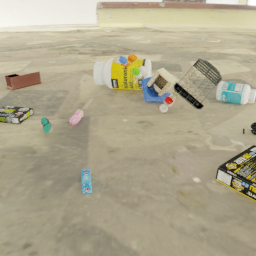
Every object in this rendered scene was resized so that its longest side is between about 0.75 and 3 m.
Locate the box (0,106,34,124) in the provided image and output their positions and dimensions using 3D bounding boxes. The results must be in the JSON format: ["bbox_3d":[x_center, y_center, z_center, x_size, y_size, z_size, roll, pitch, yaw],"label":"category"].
[{"bbox_3d":[-4.747,-0.557,11.458,1.335,0.296,1.070,6,27,13],"label":"box"}]

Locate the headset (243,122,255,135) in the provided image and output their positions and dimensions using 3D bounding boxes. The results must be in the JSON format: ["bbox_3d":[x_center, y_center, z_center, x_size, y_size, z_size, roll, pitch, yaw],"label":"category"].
[{"bbox_3d":[4.557,0.065,10.064,0.805,0.497,0.378,-2,42,30],"label":"headset"}]

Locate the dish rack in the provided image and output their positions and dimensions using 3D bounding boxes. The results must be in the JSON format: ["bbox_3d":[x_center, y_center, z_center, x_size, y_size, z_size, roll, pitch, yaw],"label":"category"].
[{"bbox_3d":[2.905,-1.850,11.419,1.470,1.916,0.523,41,-3,-1],"label":"dish rack"}]

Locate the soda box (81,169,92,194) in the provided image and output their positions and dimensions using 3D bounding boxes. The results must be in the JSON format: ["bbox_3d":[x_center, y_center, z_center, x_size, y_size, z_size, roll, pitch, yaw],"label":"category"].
[{"bbox_3d":[-1.109,1.408,7.469,0.249,0.263,0.777,-4,26,-9],"label":"soda box"}]

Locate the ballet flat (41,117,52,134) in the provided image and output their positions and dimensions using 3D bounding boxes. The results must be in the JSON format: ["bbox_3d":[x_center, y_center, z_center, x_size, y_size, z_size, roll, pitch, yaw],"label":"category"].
[{"bbox_3d":[-2.943,-0.044,10.322,0.368,0.368,0.991,-10,39,-20],"label":"ballet flat"}]

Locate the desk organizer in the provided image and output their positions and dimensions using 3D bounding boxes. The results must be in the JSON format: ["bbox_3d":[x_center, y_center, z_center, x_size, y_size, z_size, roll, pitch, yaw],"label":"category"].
[{"bbox_3d":[-5.689,-2.635,15.275,0.638,0.685,1.780,22,33,37],"label":"desk organizer"}]

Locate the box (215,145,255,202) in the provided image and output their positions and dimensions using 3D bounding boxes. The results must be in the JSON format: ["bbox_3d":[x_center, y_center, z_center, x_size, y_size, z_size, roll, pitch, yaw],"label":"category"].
[{"bbox_3d":[3.633,1.220,7.628,1.958,0.483,1.564,-20,31,-36],"label":"box"}]

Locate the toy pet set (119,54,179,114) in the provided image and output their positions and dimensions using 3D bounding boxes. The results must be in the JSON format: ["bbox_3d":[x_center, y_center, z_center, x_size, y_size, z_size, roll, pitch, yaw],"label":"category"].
[{"bbox_3d":[0.857,-1.789,12.304,2.803,1.488,2.617,44,32,8],"label":"toy pet set"}]

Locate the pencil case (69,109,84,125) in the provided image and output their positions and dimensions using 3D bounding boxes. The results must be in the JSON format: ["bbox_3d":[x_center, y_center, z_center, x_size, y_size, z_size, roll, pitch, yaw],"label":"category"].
[{"bbox_3d":[-2.044,-0.439,11.142,0.377,0.377,0.863,4,27,9],"label":"pencil case"}]

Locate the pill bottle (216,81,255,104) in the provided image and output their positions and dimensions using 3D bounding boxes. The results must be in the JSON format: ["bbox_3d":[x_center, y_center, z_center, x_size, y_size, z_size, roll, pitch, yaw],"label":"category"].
[{"bbox_3d":[4.990,-1.604,12.916,1.640,0.909,0.909,15,30,27],"label":"pill bottle"}]

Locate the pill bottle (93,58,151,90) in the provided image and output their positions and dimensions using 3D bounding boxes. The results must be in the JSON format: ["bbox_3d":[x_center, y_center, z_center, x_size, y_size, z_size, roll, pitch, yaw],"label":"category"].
[{"bbox_3d":[-0.270,-2.832,14.679,2.865,1.595,1.595,4,26,10],"label":"pill bottle"}]
